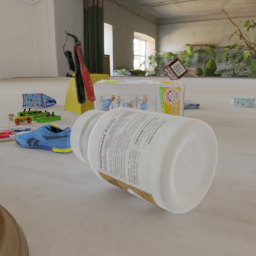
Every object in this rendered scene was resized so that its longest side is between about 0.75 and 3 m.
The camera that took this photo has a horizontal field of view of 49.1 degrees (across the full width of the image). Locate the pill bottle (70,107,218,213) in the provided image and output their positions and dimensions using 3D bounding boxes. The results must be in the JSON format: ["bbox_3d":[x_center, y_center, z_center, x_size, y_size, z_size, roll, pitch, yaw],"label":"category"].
[{"bbox_3d":[0.105,0.334,4.352,1.265,1.265,2.212,-12,18,-42],"label":"pill bottle"}]

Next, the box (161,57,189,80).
[{"bbox_3d":[1.626,-2.055,9.835,0.477,0.637,1.272,-40,10,1],"label":"box"}]

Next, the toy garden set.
[{"bbox_3d":[-3.522,-0.484,9.956,1.515,0.363,1.818,-12,18,-43],"label":"toy garden set"}]

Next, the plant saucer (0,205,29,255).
[{"bbox_3d":[-2.187,1.048,2.217,2.695,0.397,2.695,10,15,-3],"label":"plant saucer"}]

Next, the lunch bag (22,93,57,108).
[{"bbox_3d":[-4.069,-1.263,13.066,1.037,0.648,1.377,1,3,16],"label":"lunch bag"}]

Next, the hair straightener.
[{"bbox_3d":[-1.532,-1.662,7.881,0.792,2.058,0.421,-12,8,26],"label":"hair straightener"}]

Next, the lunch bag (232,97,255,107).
[{"bbox_3d":[5.460,-1.225,13.134,1.043,0.402,0.837,9,13,33],"label":"lunch bag"}]

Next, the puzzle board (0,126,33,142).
[{"bbox_3d":[-3.463,0.158,7.644,1.748,0.152,1.317,-7,15,-30],"label":"puzzle board"}]

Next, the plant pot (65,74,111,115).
[{"bbox_3d":[-1.544,-1.464,11.654,1.735,1.530,1.735,-8,15,-34],"label":"plant pot"}]

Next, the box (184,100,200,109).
[{"bbox_3d":[2.601,-1.065,12.768,0.843,0.246,1.231,-3,13,-12],"label":"box"}]

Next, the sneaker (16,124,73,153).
[{"bbox_3d":[-1.957,0.163,6.559,1.636,0.641,0.539,5,16,25],"label":"sneaker"}]

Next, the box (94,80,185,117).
[{"bbox_3d":[0.372,-0.832,9.153,2.723,1.380,1.531,1,14,3],"label":"box"}]
